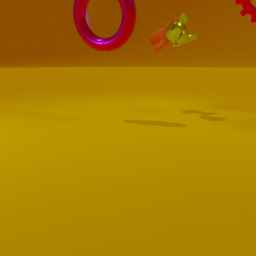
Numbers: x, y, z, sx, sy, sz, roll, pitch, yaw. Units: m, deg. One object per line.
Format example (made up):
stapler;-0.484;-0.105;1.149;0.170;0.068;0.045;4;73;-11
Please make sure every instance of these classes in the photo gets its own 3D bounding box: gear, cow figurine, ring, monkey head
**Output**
gear;3.454;-3.382;7.061;1.364;1.364;0.252;6;24;23
cow figurine;1.236;-2.940;8.782;1.144;0.638;1.162;-36;3;7
ring;-0.607;-2.784;6.933;1.758;1.758;0.352;6;22;25
monkey head;1.467;-2.667;7.754;0.819;0.686;1.139;-16;-6;-17
